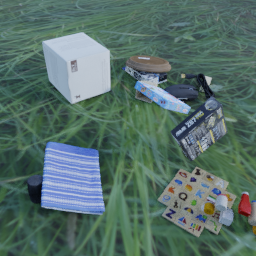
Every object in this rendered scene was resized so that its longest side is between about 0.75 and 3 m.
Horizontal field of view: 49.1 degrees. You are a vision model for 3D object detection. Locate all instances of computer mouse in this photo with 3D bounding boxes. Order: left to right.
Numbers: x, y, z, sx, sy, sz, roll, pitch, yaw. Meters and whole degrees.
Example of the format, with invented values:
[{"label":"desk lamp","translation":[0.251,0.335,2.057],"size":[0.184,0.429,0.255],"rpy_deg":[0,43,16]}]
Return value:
[{"label":"computer mouse","translation":[2.409,-1.835,12.193],"size":[2.484,0.572,1.744],"rpy_deg":[-7,52,-2]}]

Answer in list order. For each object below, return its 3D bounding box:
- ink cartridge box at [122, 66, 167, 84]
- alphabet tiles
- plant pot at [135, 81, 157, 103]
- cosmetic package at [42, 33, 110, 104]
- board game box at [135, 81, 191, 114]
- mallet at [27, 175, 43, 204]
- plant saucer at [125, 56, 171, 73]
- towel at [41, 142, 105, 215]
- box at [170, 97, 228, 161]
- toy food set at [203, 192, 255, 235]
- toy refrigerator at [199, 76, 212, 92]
[{"label":"ink cartridge box","translation":[0.763,-2.817,13.801],"size":[1.154,0.455,2.320],"rpy_deg":[-25,45,-26]},{"label":"alphabet tiles","translation":[2.034,2.070,8.247],"size":[1.851,0.070,2.225],"rpy_deg":[24,46,27]},{"label":"plant pot","translation":[0.866,-1.658,12.205],"size":[0.791,0.792,0.701],"rpy_deg":[20,32,22]},{"label":"cosmetic package","translation":[-2.255,-2.723,12.431],"size":[2.026,2.024,2.456],"rpy_deg":[-24,46,-27]},{"label":"board game box","translation":[0.974,-0.872,7.965],"size":[1.029,0.249,1.360],"rpy_deg":[9,23,-42]},{"label":"mallet","translation":[-2.235,1.221,8.707],"size":[0.492,0.788,2.393],"rpy_deg":[16,42,19]},{"label":"plant saucer","translation":[1.018,-3.219,13.899],"size":[2.289,0.337,2.289],"rpy_deg":[4,26,-2]},{"label":"towel","translation":[-1.612,1.394,8.358],"size":[1.780,0.293,2.459],"rpy_deg":[14,35,-22]},{"label":"box","translation":[2.238,0.120,8.579],"size":[1.590,1.973,0.484],"rpy_deg":[-39,57,4]},{"label":"toy food set","translation":[2.916,2.143,7.524],"size":[1.632,0.779,0.734],"rpy_deg":[19,42,11]},{"label":"toy refrigerator","translation":[3.571,-2.005,12.921],"size":[0.359,0.331,0.947],"rpy_deg":[19,44,11]}]
